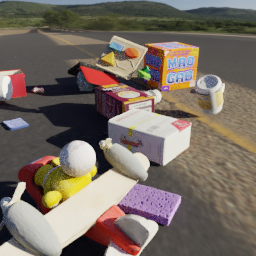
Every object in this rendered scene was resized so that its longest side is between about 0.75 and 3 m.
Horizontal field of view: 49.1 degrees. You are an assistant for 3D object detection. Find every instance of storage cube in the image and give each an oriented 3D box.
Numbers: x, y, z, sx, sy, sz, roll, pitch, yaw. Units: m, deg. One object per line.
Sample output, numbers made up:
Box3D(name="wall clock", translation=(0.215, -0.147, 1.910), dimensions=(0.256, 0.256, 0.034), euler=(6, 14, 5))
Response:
Box3D(name="storage cube", translation=(-5.680, -2.169, 13.737), dimensions=(1.278, 1.149, 1.093), euler=(-11, 26, -24))

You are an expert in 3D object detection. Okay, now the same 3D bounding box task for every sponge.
Box3D(name="sponge", translation=(0.325, 1.631, 6.294), dimensions=(1.546, 0.231, 0.862), euler=(11, 26, 23))

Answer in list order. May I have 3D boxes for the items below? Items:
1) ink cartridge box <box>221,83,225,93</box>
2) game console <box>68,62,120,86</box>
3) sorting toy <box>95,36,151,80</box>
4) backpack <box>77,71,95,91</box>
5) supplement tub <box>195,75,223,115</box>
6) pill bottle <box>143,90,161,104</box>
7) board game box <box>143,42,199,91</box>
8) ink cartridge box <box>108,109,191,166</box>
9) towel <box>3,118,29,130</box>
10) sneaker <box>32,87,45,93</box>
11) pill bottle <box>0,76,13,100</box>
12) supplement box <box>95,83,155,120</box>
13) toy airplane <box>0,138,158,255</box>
Box3D(name="ink cartridge box", translation=(4.523, -2.011, 14.308), dimensions=(0.671, 0.390, 0.930), euler=(10, 26, 22))
Box3D(name="game console", translation=(-1.725, -2.460, 14.660), dimensions=(2.315, 1.374, 1.995), euler=(9, -18, -40))
Box3D(name="sorting toy", translation=(0.046, -2.639, 10.755), dimensions=(2.237, 0.329, 1.653), euler=(25, 72, 15))
Box3D(name="backpack", translation=(-2.178, -2.445, 14.504), dimensions=(0.932, 1.050, 0.790), euler=(-1, 44, -3))
Box3D(name="supplement tub", translation=(3.165, -1.266, 10.883), dimensions=(0.977, 1.351, 0.977), euler=(-12, 45, 13))
Box3D(name="pill bottle", translation=(0.872, -1.282, 12.304), dimensions=(0.687, 0.687, 1.208), euler=(21, 32, 39))
Box3D(name="board game box", translation=(2.275, -3.418, 15.321), dimensions=(2.131, 2.130, 2.129), euler=(-10, 27, -22))
Box3D(name="ink cartridge box", translation=(0.647, 0.185, 8.728), dimensions=(2.121, 0.885, 1.539), euler=(18, 30, 35))
Box3D(name="towel", translation=(-4.208, -0.170, 10.502), dimensions=(0.684, 0.113, 0.945), euler=(-17, 29, -36))
Box3D(name="sneaker", translation=(-4.585, -1.890, 14.277), dimensions=(0.761, 0.268, 0.356), euler=(16, 44, 30))
Box3D(name="pill bottle", translation=(-6.623, -1.762, 12.394), dimensions=(2.614, 1.452, 1.452), euler=(-1, 24, -1))
Box3D(name="supplement box", translation=(-0.194, -0.934, 11.042), dimensions=(1.353, 1.050, 2.451), euler=(-14, 28, -29))
Box3D(name="toy airplane", translation=(-0.761, 1.223, 5.033), dimensions=(2.823, 2.001, 2.835), euler=(-3, 24, -8))
